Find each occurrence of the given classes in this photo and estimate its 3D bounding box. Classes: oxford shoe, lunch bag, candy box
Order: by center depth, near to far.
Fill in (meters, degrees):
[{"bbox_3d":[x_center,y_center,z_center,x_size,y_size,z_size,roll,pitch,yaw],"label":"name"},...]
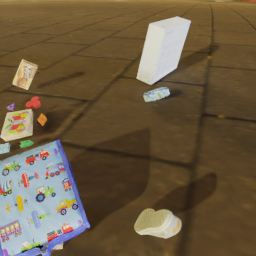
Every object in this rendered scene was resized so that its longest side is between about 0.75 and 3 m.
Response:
[{"bbox_3d":[0.437,1.524,4.430,0.349,1.208,0.454,34,63,-10],"label":"oxford shoe"},{"bbox_3d":[-1.466,1.230,4.553,1.340,0.837,1.780,-21,45,-11],"label":"lunch bag"},{"bbox_3d":[0.947,-1.143,9.495,0.824,0.340,0.662,-18,7,-6],"label":"lunch bag"},{"bbox_3d":[-3.713,-1.921,10.110,0.552,0.956,0.264,20,22,-30],"label":"candy box"}]

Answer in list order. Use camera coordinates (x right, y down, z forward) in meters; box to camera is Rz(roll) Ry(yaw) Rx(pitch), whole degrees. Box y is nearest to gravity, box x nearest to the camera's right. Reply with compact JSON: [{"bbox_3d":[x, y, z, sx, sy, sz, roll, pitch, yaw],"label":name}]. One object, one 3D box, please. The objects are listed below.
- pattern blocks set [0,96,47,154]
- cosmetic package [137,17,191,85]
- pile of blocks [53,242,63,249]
[{"bbox_3d":[-2.911,-0.114,7.435,1.499,0.138,1.705,-20,50,-7],"label":"pattern blocks set"},{"bbox_3d":[1.502,-3.242,11.442,0.742,2.166,2.873,28,35,17],"label":"cosmetic package"},{"bbox_3d":[-1.415,1.678,4.767,0.954,0.296,0.392,20,35,31],"label":"pile of blocks"}]
